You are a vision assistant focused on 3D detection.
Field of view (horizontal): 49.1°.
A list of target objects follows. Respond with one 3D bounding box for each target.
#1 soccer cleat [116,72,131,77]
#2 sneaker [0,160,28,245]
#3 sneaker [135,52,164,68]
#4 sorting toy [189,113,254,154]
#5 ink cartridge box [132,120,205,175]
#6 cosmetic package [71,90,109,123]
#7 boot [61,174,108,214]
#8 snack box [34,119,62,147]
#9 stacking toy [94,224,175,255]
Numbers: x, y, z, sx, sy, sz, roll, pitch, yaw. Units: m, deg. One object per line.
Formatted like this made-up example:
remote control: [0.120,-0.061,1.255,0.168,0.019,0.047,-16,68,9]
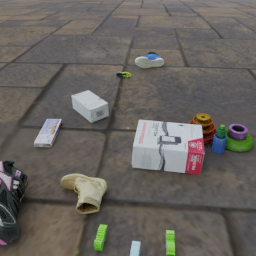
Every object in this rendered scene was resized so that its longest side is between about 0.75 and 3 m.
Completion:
soccer cleat: [-0.216,-2.677,13.869,0.756,0.245,0.316,5,27,7]
sneaker: [-2.903,1.464,6.664,1.144,1.064,2.649,-18,38,-28]
sneaker: [1.053,-3.688,15.066,1.605,0.616,0.893,-6,39,-16]
sorting toy: [2.943,0.070,8.946,2.204,0.905,1.324,8,33,11]
ink cartridge box: [1.163,0.522,8.290,1.971,0.822,1.431,5,35,7]
cosmetic package: [-1.455,-0.850,10.673,0.826,0.594,1.463,-25,41,-30]
boot: [-1.195,1.630,6.953,1.228,0.447,0.954,8,32,5]
snack box: [-2.678,0.143,9.504,0.542,0.183,1.508,1,33,2]
stacking toy: [0.068,2.712,5.191,1.672,0.521,2.218,4,32,6]
